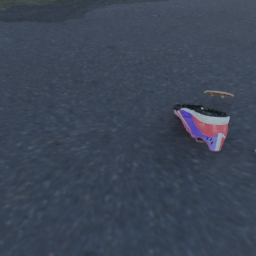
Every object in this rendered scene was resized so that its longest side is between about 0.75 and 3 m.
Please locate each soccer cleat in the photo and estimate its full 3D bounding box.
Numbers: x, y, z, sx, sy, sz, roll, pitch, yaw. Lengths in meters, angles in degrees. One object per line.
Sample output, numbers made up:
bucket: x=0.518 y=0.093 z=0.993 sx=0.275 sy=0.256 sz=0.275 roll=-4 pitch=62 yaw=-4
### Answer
soccer cleat: x=1.614 y=-0.111 z=6.664 sx=0.764 sy=0.819 sz=2.239 roll=0 pitch=11 yaw=-12

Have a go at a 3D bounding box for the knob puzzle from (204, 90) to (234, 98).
knob puzzle: x=2.509 y=-0.904 z=7.654 sx=0.844 sy=0.117 sz=0.844 roll=11 pitch=4 yaw=-1
